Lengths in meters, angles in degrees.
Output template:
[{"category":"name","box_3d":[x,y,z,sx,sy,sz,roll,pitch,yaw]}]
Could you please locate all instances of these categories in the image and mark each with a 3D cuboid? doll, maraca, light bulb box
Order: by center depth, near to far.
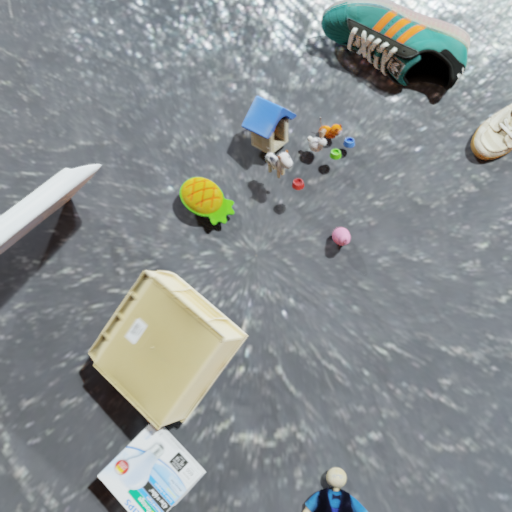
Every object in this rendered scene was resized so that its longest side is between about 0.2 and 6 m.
[{"category":"doll","box_3d":[1.202,3.950,8.290,1.045,0.371,1.531,0,64,8]},{"category":"light bulb box","box_3d":[-1.536,3.259,8.360,1.110,0.699,1.120,42,76,13]},{"category":"maraca","box_3d":[-0.872,-0.978,9.922,1.043,0.558,0.715,38,70,3]}]

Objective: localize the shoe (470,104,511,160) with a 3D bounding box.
[{"category":"shoe","box_3d":[4.903,-2.572,10.459,2.167,0.578,0.758,-36,74,-12]}]

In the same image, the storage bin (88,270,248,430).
[{"category":"storage bin","box_3d":[-1.385,1.372,8.492,1.720,0.812,1.733,38,99,19]}]

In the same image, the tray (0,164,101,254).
[{"category":"tray","box_3d":[-3.934,-0.288,8.570,0.378,1.832,3.412,50,56,-14]}]

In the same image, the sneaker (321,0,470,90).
[{"category":"sneaker","box_3d":[2.603,-4.008,10.712,2.931,1.046,1.171,15,67,4]}]

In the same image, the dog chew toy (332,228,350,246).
[{"category":"dog chew toy","box_3d":[1.494,-0.316,9.683,0.307,0.493,0.307,-1,104,-4]}]

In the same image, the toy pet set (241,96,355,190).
[{"category":"toy pet set","box_3d":[0.697,-2.236,9.954,1.585,0.902,1.698,32,57,26]}]
